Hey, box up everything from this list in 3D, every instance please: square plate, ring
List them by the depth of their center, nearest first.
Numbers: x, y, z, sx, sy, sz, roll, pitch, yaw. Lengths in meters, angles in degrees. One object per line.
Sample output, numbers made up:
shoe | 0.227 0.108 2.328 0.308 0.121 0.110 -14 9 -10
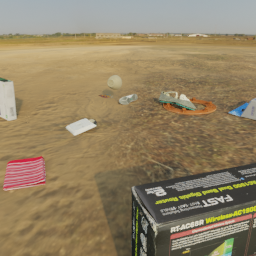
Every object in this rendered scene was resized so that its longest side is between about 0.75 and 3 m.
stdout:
square plate | -1.910 -0.087 11.279 0.987 0.140 0.978 -25 30 -24
ring | 3.113 -1.182 14.213 2.656 0.255 2.656 -1 22 0

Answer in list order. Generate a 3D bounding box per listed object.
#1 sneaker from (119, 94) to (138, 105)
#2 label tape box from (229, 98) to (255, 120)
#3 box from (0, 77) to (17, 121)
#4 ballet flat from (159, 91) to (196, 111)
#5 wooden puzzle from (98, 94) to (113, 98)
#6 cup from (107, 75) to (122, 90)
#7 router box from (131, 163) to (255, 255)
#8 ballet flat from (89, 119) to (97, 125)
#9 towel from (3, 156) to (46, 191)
sneaker | -0.044 -1.491 14.934 1.211 0.426 0.485 -22 9 -41
label tape box | 6.452 -0.977 12.724 2.920 0.965 2.092 21 30 40
box | -5.915 -1.443 12.835 2.403 1.734 0.437 19 24 38
ballet flat | 2.489 -1.434 14.031 2.132 0.679 0.718 20 7 37
wooden puzzle | -1.249 -1.838 16.183 0.890 0.063 0.528 17 27 37
cup | -0.781 -2.394 14.829 0.792 0.792 0.566 9 15 22
router box | 1.414 1.713 4.185 2.762 2.069 0.858 -7 23 -18
ballet flat | -1.637 -0.210 11.703 0.752 0.275 0.275 -17 27 -37
towel | -2.942 1.258 8.031 1.095 0.170 1.514 -7 22 -16
